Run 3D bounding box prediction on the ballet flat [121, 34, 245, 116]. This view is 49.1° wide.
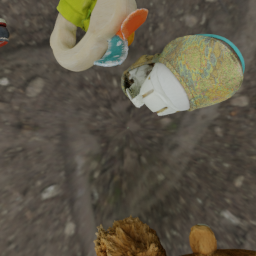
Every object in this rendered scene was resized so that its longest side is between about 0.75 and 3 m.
[{"bbox_3d":[0.527,-0.660,4.248,1.059,2.997,1.059,-2,100,-13],"label":"ballet flat"}]

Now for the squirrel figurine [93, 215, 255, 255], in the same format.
[{"bbox_3d":[0.684,2.045,3.265,2.572,2.400,1.820,5,61,19],"label":"squirrel figurine"}]

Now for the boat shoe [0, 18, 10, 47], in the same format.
[{"bbox_3d":[-2.993,-0.988,4.639,2.661,0.947,0.832,-19,93,17],"label":"boat shoe"}]

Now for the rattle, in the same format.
[{"bbox_3d":[-0.069,-1.219,3.984,2.286,1.633,1.488,26,81,47],"label":"rattle"}]
